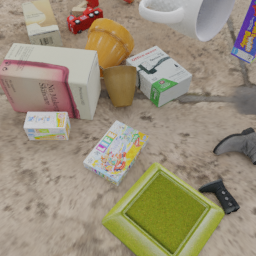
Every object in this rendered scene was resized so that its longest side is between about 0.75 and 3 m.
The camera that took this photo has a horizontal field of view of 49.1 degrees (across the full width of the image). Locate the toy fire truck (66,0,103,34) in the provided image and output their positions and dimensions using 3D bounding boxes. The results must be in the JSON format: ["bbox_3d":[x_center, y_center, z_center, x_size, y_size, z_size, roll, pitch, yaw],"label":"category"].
[{"bbox_3d":[-1.849,-4.887,11.884,2.124,0.518,1.498,-35,61,-22],"label":"toy fire truck"}]

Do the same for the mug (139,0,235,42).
[{"bbox_3d":[1.281,-3.222,7.133,2.221,1.640,1.947,-35,55,-26],"label":"mug"}]

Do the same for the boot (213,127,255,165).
[{"bbox_3d":[3.277,0.634,7.910,1.539,0.537,1.013,-23,59,-13],"label":"boot"}]

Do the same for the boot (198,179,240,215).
[{"bbox_3d":[2.339,1.819,7.222,0.733,0.292,0.890,-19,61,-11],"label":"boot"}]

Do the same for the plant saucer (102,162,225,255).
[{"bbox_3d":[0.901,2.095,6.834,2.286,0.547,2.283,35,61,22],"label":"plant saucer"}]

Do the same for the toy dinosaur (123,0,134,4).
[{"bbox_3d":[-0.349,-6.553,13.140,2.277,1.195,2.066,-14,62,41],"label":"toy dinosaur"}]

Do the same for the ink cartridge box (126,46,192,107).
[{"bbox_3d":[0.986,-1.784,9.471,1.390,0.788,1.896,-30,59,-21],"label":"ink cartridge box"}]

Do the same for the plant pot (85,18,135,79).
[{"bbox_3d":[-0.822,-2.612,9.705,1.659,1.659,1.519,21,73,14],"label":"plant pot"}]

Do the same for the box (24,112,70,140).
[{"bbox_3d":[-2.359,-0.054,8.307,1.186,0.667,0.601,0,54,0],"label":"box"}]

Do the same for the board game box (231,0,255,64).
[{"bbox_3d":[3.363,-2.694,6.302,0.522,1.569,2.333,37,59,23],"label":"board game box"}]

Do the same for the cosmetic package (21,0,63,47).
[{"bbox_3d":[-3.443,-4.123,11.155,1.189,0.803,2.259,-17,56,-12],"label":"cosmetic package"}]

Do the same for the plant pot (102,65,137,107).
[{"bbox_3d":[-0.217,-1.276,8.920,1.104,1.104,1.185,-6,91,-4],"label":"plant pot"}]

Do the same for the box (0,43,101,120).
[{"bbox_3d":[-2.290,-1.403,8.650,2.646,1.692,1.442,7,55,5],"label":"box"}]

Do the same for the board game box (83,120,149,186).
[{"bbox_3d":[-0.310,0.667,8.015,1.145,0.291,1.703,26,58,18],"label":"board game box"}]
